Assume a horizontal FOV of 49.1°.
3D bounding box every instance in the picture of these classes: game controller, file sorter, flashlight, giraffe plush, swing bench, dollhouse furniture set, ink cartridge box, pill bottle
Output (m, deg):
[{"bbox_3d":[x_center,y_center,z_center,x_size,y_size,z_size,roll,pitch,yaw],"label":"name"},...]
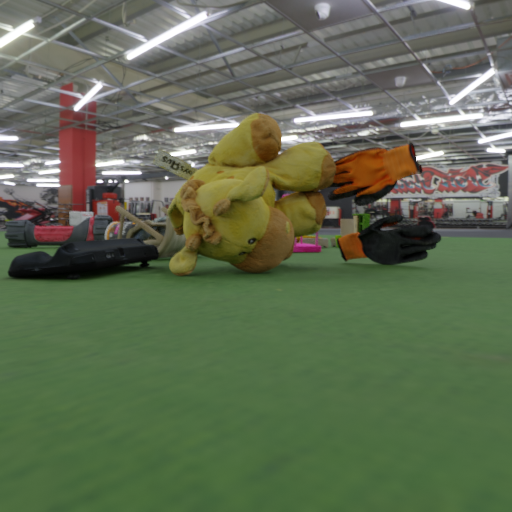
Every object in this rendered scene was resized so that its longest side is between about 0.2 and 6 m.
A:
[{"bbox_3d":[-2.257,0.068,7.652,1.195,0.482,2.290,-14,-1,15],"label":"game controller"},{"bbox_3d":[0.255,-0.761,12.748,2.130,1.336,1.480,-1,4,-10],"label":"file sorter"},{"bbox_3d":[-5.037,-0.629,14.398,2.601,0.881,0.884,1,-1,-7],"label":"flashlight"},{"bbox_3d":[-0.205,-0.657,7.719,2.714,2.342,2.201,10,24,-7],"label":"giraffe plush"},{"bbox_3d":[-1.723,-0.401,10.560,1.395,0.905,1.388,13,9,31],"label":"swing bench"},{"bbox_3d":[1.901,-0.680,14.913,2.337,0.902,1.168,-1,3,-18],"label":"dollhouse furniture set"},{"bbox_3d":[-5.187,-0.827,16.645,0.410,0.974,0.704,1,4,14],"label":"ink cartridge box"},{"bbox_3d":[-2.695,-0.415,12.398,1.186,0.690,0.690,2,4,28],"label":"pill bottle"}]

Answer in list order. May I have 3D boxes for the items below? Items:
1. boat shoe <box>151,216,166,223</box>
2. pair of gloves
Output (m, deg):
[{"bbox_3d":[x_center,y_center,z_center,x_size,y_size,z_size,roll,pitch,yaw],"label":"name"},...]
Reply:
[{"bbox_3d":[-2.335,-0.862,15.204,1.155,0.980,3.172,21,3,2],"label":"boat shoe"},{"bbox_3d":[1.836,-0.706,8.553,1.689,1.895,0.234,-8,22,37],"label":"pair of gloves"}]
